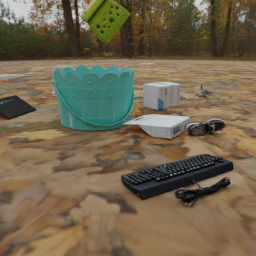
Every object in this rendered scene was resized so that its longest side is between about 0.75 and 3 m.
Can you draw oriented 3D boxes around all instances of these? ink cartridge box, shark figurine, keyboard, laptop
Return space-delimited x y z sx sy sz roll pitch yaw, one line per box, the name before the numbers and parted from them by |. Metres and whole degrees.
ink cartridge box | 0.880 -0.074 8.495 1.648 0.389 1.319 4 17 35
shark figurine | 3.701 -1.855 13.947 0.870 0.608 1.456 6 16 23
ink cartridge box | 1.397 -1.359 11.622 1.289 0.946 0.941 -12 20 -37
keyboard | 1.132 0.909 5.349 2.337 0.241 1.485 -11 20 -30
laptop | -4.769 -0.611 10.655 1.710 0.991 1.601 33 24 7

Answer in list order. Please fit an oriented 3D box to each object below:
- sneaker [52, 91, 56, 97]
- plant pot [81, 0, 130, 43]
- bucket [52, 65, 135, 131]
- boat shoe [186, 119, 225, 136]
sneaker | -3.324 -1.812 13.725 0.455 0.605 1.293 -13 22 -35
plant pot | -1.020 -4.551 11.432 1.399 1.534 1.541 37 8 -26
bucket | -1.084 -1.074 9.253 2.734 1.779 2.734 -1 17 0
boat shoe | 2.268 -0.004 8.043 1.146 0.423 0.346 -4 17 -4
